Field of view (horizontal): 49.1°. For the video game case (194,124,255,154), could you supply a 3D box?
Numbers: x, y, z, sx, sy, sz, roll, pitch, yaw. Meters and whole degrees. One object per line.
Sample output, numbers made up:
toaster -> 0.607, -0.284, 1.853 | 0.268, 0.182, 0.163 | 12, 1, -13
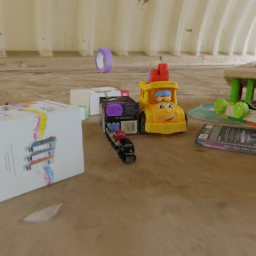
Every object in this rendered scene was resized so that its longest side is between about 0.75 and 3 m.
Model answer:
video game case -> 3.007, 0.289, 7.240 | 2.264, 0.215, 1.617 | 9, 18, 22

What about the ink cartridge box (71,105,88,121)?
ink cartridge box -> -1.985, -0.471, 9.624 | 0.801, 0.461, 1.097 | 5, 16, 19

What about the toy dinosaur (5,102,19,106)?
toy dinosaur -> -3.775, -0.387, 9.168 | 1.497, 0.643, 1.015 | 8, 18, -37

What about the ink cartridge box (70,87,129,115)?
ink cartridge box -> -1.152, -1.145, 11.389 | 1.985, 0.823, 1.457 | -13, 21, -41

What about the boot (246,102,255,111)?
boot -> 4.570, -0.477, 9.672 | 0.821, 0.399, 1.091 | 10, 30, -17

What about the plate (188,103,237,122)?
plate -> 3.549, -0.641, 10.553 | 2.487, 0.318, 2.487 | 1, 16, 0

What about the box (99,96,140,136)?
box -> -0.312, -0.427, 8.609 | 1.043, 0.905, 1.706 | -2, 15, -10

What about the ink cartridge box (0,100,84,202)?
ink cartridge box -> -1.932, 0.296, 5.142 | 1.847, 1.335, 1.342 | -14, 21, -42

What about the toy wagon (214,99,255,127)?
toy wagon -> 3.623, -0.385, 8.274 | 2.118, 0.540, 2.730 | 11, 8, -16

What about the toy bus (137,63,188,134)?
toy bus -> 0.982, -0.929, 8.461 | 1.410, 1.995, 2.078 | 0, 17, -7

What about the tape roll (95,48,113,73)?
tape roll -> -2.804, -7.720, 32.028 | 0.883, 2.691, 2.691 | -10, 18, -34

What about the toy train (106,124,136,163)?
toy train -> -0.217, 0.285, 6.811 | 0.356, 0.478, 2.089 | -4, 15, -15

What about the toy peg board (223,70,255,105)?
toy peg board -> 5.860, -1.549, 12.614 | 2.885, 1.411, 2.873 | 9, 2, 25
